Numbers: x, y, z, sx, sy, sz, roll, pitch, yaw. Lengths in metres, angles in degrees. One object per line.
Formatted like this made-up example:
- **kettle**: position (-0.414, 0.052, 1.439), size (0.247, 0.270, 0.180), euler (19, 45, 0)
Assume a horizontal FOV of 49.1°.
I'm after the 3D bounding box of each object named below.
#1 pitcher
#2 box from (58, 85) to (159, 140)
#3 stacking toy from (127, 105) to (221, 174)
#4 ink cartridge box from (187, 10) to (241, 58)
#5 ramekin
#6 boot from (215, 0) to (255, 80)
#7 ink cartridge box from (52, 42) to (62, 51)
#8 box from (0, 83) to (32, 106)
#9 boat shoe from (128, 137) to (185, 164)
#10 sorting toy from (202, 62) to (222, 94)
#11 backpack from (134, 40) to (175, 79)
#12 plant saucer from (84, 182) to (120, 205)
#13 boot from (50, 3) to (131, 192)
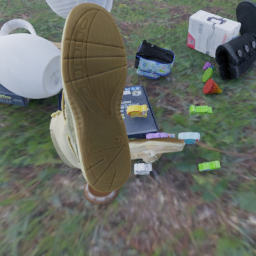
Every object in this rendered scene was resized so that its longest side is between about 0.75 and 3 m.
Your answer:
- **pitcher**: position (-3.219, -2.306, 8.675), size (2.996, 1.816, 2.570), euler (21, 63, 18)
- **box**: position (-0.645, -0.292, 8.179), size (2.696, 0.688, 2.126), euler (-6, 46, -6)
- **stacking toy**: position (1.176, 0.246, 7.249), size (2.334, 0.548, 1.760), euler (-2, 71, -3)
- **ink cartridge box**: position (3.349, -3.657, 11.102), size (1.835, 1.328, 0.774), euler (35, 60, 30)
- **ramekin**: position (-1.624, -4.573, 8.545), size (1.338, 2.549, 2.549), euler (-5, 41, 24)
- **boot**: position (4.064, -3.292, 10.369), size (2.789, 0.915, 2.299), euler (-34, 98, -28)
- **ink cartridge box**: position (-2.972, -2.645, 10.131), size (2.070, 0.777, 1.705), euler (5, 23, 4)
- **box**: position (-4.042, -1.508, 9.556), size (1.942, 0.496, 1.532), euler (9, 46, 9)
- **boat shoe**: position (0.560, 0.555, 6.804), size (1.769, 0.575, 0.638), euler (-5, 4, 34)
- **sorting toy**: position (3.005, -1.720, 9.890), size (0.556, 0.560, 1.616), euler (21, 46, -12)
- **backpack**: position (0.968, -2.388, 10.109), size (1.310, 0.962, 1.199), euler (16, 47, 6)
- **plant saucer**: position (-0.645, 1.442, 6.806), size (0.881, 0.161, 0.881), euler (1, 45, -1)
- **boot**: position (-0.670, -0.387, 4.035), size (0.828, 2.275, 1.768), euler (-11, 8, -25)
